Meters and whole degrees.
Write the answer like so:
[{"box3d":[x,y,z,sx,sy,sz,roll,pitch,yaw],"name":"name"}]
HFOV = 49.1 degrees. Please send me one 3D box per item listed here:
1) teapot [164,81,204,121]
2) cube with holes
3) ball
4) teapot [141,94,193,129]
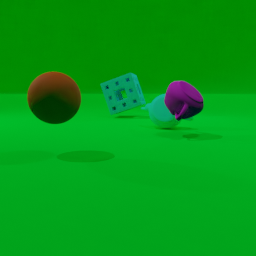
[{"box3d":[1.330,-0.664,6.936,1.003,0.790,1.613,33,33,-9],"name":"teapot"},{"box3d":[-0.163,-1.418,11.826,1.334,1.334,1.334,-18,2,13],"name":"cube with holes"},{"box3d":[-1.254,-0.510,4.799,0.893,0.893,0.893,0,8,0],"name":"ball"},{"box3d":[1.125,-0.475,8.414,1.689,1.050,0.827,15,-8,18],"name":"teapot"}]
